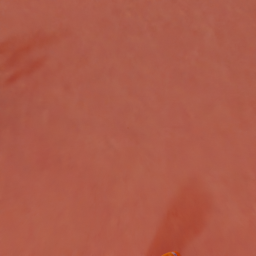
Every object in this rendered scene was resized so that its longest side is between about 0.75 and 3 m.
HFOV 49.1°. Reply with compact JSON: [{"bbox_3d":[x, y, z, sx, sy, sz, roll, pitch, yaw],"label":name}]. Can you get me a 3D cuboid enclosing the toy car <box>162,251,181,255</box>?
[{"bbox_3d":[0.711,3.751,5.459,1.221,0.829,2.490,-22,50,20],"label":"toy car"}]
